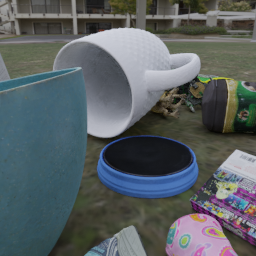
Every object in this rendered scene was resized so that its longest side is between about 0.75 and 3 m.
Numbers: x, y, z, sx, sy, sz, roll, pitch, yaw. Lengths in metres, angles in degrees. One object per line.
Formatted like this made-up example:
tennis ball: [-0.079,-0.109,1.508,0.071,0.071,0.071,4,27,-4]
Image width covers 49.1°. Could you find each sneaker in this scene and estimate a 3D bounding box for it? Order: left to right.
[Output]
sneaker: [-0.016,1.665,2.474,0.749,0.674,1.736,-19,20,-9]
sneaker: [2.358,-1.389,9.860,2.916,1.138,1.242,11,15,4]

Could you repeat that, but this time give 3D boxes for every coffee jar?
coffee jar: [3.310,-0.491,6.999,2.866,1.223,1.494,6,27,13]

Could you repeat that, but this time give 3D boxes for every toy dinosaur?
toy dinosaur: [0.895,-0.682,8.344,2.552,0.743,1.291,-17,18,-39]

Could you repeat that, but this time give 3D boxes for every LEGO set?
LEGO set: [2.007,-1.156,9.006,2.012,1.306,0.570,22,-7,27]

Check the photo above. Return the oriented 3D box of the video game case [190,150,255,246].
video game case: [1.820,0.976,3.963,1.264,0.250,1.395,-39,38,-25]

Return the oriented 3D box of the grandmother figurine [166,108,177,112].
grandmother figurine: [1.176,-0.640,8.827,0.757,0.229,0.459,4,29,17]

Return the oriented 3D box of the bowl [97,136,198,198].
bowl: [0.369,0.629,5.303,1.894,0.372,1.894,0,21,0]

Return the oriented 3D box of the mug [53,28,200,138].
mug: [0.208,-1.296,6.652,2.989,2.207,2.620,3,27,35]

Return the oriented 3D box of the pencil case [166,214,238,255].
pencil case: [0.841,1.529,2.525,0.719,0.719,1.644,-3,23,-7]

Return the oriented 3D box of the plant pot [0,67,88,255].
plant pot: [-1.667,0.577,3.000,2.811,1.893,2.811,-10,16,3]

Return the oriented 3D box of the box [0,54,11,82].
box: [-4.578,-1.708,7.847,1.289,2.424,1.846,3,43,8]
